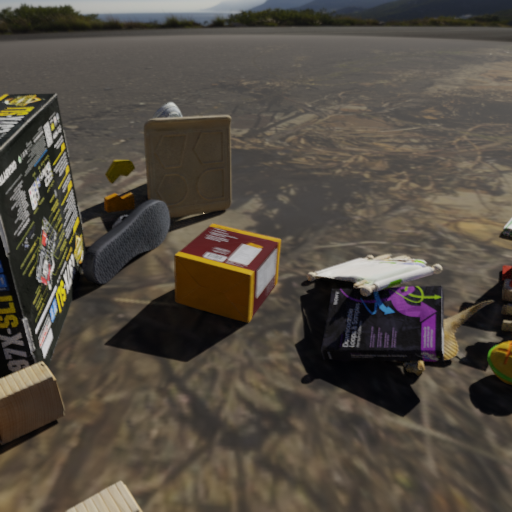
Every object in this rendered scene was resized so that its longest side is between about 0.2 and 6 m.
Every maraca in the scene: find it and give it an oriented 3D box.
[{"bbox_3d":[3.616,1.441,7.481,1.026,0.549,0.703,1,42,-2],"label":"maraca"}]

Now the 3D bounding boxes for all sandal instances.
[{"bbox_3d":[-2.452,-0.398,10.573,0.547,0.972,2.555,13,30,22],"label":"sandal"}]

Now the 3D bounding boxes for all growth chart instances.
[{"bbox_3d":[1.924,0.249,9.316,1.717,0.210,2.373,-13,7,-18],"label":"growth chart"}]

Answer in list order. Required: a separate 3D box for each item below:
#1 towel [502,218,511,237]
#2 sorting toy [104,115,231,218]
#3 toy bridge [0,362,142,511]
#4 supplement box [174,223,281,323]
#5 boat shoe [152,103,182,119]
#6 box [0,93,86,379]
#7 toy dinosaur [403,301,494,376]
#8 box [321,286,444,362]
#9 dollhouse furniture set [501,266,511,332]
[{"bbox_3d":[6.029,-0.517,11.690,1.468,0.172,1.119,18,31,31],"label":"towel"},{"bbox_3d":[-1.828,-1.833,11.828,2.910,2.168,0.390,-11,26,-31],"label":"sorting toy"},{"bbox_3d":[-1.774,2.722,4.847,1.692,0.685,5.033,-21,34,-30],"label":"toy bridge"},{"bbox_3d":[-0.455,0.237,9.332,1.338,0.900,1.356,14,30,18],"label":"supplement box"},{"bbox_3d":[-1.984,-2.826,13.935,0.876,2.378,0.762,-40,69,-20],"label":"boat shoe"},{"bbox_3d":[-3.504,-0.466,8.354,0.974,3.151,3.946,-3,28,-6],"label":"box"},{"bbox_3d":[2.582,1.122,8.223,1.887,0.549,0.954,-33,51,-28],"label":"toy dinosaur"},{"bbox_3d":[1.813,0.953,7.994,1.642,0.296,1.174,-5,43,22],"label":"box"},{"bbox_3d":[4.591,0.236,9.106,0.909,1.203,2.235,10,29,19],"label":"dollhouse furniture set"}]
